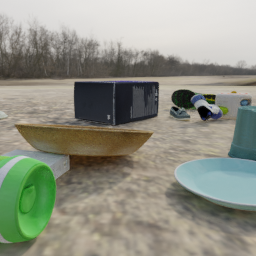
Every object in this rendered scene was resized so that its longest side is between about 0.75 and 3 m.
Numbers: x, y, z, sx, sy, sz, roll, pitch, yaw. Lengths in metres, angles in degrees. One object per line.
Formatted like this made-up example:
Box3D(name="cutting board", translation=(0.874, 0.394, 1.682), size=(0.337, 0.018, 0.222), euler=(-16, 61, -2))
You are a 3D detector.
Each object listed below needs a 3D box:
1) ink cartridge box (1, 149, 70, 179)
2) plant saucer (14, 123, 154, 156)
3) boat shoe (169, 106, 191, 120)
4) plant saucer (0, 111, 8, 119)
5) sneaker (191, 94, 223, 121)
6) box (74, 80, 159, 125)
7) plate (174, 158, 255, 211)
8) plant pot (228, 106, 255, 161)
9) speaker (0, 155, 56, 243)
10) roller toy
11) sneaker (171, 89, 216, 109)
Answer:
Box3D(name="ink cartridge box", translation=(-1.865, 0.760, 4.765), size=(1.189, 0.351, 1.486), euler=(4, 15, 16))
Box3D(name="plant saucer", translation=(-0.902, 0.230, 6.020), size=(2.911, 0.515, 2.911), euler=(3, 0, 0))
Box3D(name="boat shoe", translation=(2.125, -0.621, 11.572), size=(0.539, 0.457, 1.480), euler=(-3, 11, -15))
Box3D(name="plant saucer", translation=(-5.831, -0.584, 11.602), size=(1.539, 0.386, 1.539), euler=(-1, 11, 0))
Box3D(name="sneaker", translation=(3.042, -0.574, 10.722), size=(1.520, 0.614, 0.878), euler=(27, 39, -32))
Box3D(name="box", translation=(-0.403, -1.143, 11.426), size=(2.177, 1.535, 2.942), euler=(9, 13, 37))
Box3D(name="plate", translation=(1.728, 0.862, 4.354), size=(2.017, 0.258, 2.017), euler=(1, 11, 0))
Box3D(name="plant pot", translation=(2.812, 0.099, 6.109), size=(1.121, 1.098, 1.121), euler=(1, 12, 0))
Box3D(name="speaker", translation=(-2.027, 0.723, 3.239), size=(2.225, 0.984, 0.984), euler=(2, 11, 13))
Box3D(name="roller toy", translation=(4.462, -1.017, 11.897), size=(1.456, 1.115, 1.596), euler=(3, 11, 15))
Box3D(name="sneaker", translation=(3.591, -1.413, 14.867), size=(2.649, 1.034, 1.128), euler=(13, 7, 17))
